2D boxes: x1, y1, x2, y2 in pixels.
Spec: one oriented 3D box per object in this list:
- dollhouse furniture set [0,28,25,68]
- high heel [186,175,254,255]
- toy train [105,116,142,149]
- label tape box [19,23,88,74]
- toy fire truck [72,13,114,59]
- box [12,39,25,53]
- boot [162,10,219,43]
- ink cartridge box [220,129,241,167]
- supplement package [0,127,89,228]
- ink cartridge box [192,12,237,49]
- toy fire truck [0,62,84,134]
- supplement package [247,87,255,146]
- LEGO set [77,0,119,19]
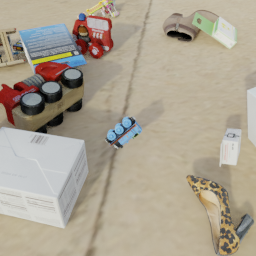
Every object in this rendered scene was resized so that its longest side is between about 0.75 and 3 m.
[{"bbox_3d":[-4.906,-3.072,11.063,1.286,1.294,1.835,-16,14,-18],"label":"dollhouse furniture set"},{"bbox_3d":[1.633,1.711,5.726,1.666,0.595,1.188,39,48,25],"label":"high heel"},{"bbox_3d":[-0.108,0.129,6.890,0.930,0.531,0.403,-40,10,9],"label":"toy train"},{"bbox_3d":[-2.846,-2.782,10.642,1.845,0.810,2.559,-18,59,-20],"label":"label tape box"},{"bbox_3d":[-1.453,-3.827,11.381,1.862,1.564,1.044,20,45,21],"label":"toy fire truck"},{"bbox_3d":[-3.925,-3.534,11.997,1.603,0.320,1.098,9,42,11],"label":"box"},{"bbox_3d":[2.936,-4.615,12.927,2.661,0.935,1.946,6,48,9],"label":"boot"},{"bbox_3d":[2.476,0.480,6.731,0.354,0.615,1.061,6,23,25],"label":"ink cartridge box"},{"bbox_3d":[-2.102,1.019,6.134,2.034,1.128,1.584,9,43,9],"label":"supplement package"},{"bbox_3d":[3.861,-4.458,12.321,2.011,0.482,1.464,33,44,-8],"label":"ink cartridge box"},{"bbox_3d":[-2.958,-1.079,8.458,2.657,1.710,2.339,31,50,18],"label":"toy fire truck"},{"bbox_3d":[4.404,-0.211,6.541,2.428,1.829,1.843,-23,43,2],"label":"supplement package"},{"bbox_3d":[-1.356,-6.032,14.690,1.216,0.984,2.643,-7,31,50],"label":"LEGO set"}]
